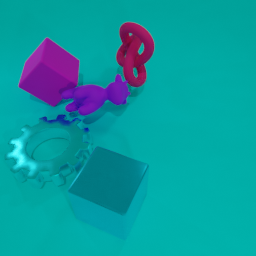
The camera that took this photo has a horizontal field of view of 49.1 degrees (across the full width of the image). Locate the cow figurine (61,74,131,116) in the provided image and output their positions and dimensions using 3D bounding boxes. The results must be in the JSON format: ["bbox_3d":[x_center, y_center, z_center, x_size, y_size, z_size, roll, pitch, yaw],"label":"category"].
[{"bbox_3d":[-0.803,-0.875,7.477,1.521,0.849,1.546,-26,22,-34],"label":"cow figurine"}]

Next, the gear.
[{"bbox_3d":[-1.917,0.499,6.906,2.059,0.381,2.059,-4,44,4],"label":"gear"}]

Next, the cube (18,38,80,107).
[{"bbox_3d":[-2.240,-1.588,8.091,1.184,1.184,1.184,-35,40,30],"label":"cube"}]

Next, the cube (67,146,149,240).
[{"bbox_3d":[-0.347,1.326,5.761,1.197,1.197,1.197,18,51,16],"label":"cube"}]

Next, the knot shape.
[{"bbox_3d":[0.181,-2.180,7.810,0.828,1.677,1.792,-6,64,-11],"label":"knot shape"}]
